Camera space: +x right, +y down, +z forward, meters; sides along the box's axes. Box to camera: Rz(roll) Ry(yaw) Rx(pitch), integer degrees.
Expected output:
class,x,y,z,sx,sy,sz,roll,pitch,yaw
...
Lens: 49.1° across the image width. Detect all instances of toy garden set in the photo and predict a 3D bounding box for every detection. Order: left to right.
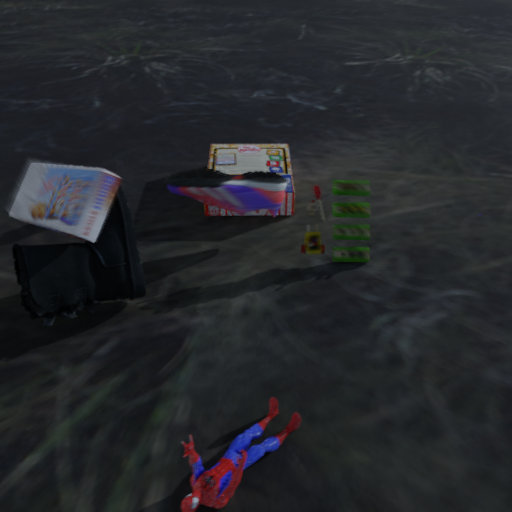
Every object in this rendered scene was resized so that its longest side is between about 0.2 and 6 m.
class,x,y,z,sx,sy,sz,roll,pitch,yaw
toy garden set,1.568,-0.700,10.991,1.347,1.616,0.323,0,-4,-2

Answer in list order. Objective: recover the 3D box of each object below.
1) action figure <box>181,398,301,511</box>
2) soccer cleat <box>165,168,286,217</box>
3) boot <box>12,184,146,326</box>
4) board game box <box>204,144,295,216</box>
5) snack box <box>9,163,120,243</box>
class,x,y,z,sx,sy,sz,roll,pitch,yaw
action figure,-0.235,2.404,7.090,0.634,0.961,1.943,26,45,32
soccer cleat,-0.595,-1.219,11.195,2.458,0.900,0.839,-1,26,-20
boot,-3.107,-0.107,9.626,2.002,0.904,2.444,-11,81,-27
board game box,-0.162,-1.893,13.438,2.023,0.618,2.671,0,35,0
snack box,-3.620,-1.059,10.264,0.403,1.192,3.317,27,-9,-41
